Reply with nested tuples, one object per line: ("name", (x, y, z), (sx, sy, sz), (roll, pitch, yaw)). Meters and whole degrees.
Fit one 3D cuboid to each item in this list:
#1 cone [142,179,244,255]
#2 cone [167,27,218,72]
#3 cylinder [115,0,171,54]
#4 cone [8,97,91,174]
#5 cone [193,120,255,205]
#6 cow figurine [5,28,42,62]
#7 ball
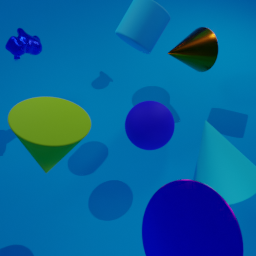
("cone", (1.002, 1.240, 3.350), (1.199, 1.195, 1.195), (14, 36, -46))
("cone", (1.611, -2.149, 7.883), (1.277, 1.272, 1.272), (-14, 51, -29))
("cylinder", (0.320, -2.217, 6.080), (0.892, 0.892, 0.892), (35, 98, 25))
("cone", (-1.235, 0.311, 4.356), (1.153, 1.157, 1.153), (11, 36, -8))
("cone", (1.774, 0.503, 5.641), (1.464, 1.469, 1.464), (-21, 17, 7))
("cow figurine", (-2.532, -2.014, 6.940), (1.016, 0.558, 1.000), (11, 40, -51))
("ball", (0.466, -0.054, 6.038), (1.069, 1.069, 1.069), (0, 51, 0))
